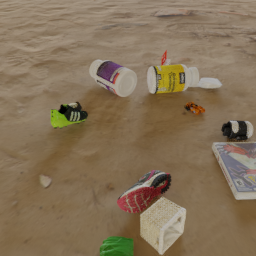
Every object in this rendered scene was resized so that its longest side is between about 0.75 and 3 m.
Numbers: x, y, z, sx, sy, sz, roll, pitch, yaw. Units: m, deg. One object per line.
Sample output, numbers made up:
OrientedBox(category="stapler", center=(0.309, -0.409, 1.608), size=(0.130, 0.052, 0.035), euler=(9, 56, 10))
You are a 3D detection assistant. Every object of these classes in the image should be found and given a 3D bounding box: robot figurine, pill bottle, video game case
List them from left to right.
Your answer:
OrientedBox(category="pill bottle", center=(-0.822, -2.597, 14.043), size=(1.354, 1.354, 2.430), euler=(-28, 45, -34))
OrientedBox(category="pill bottle", center=(2.217, -2.448, 13.858), size=(2.366, 1.325, 1.325), euler=(-6, 36, -8))
OrientedBox(category="robot figurine", center=(2.991, -0.914, 12.606), size=(0.671, 0.269, 0.926), euler=(-19, 39, -27))
OrientedBox(category="robot figurine", center=(4.239, 0.076, 10.853), size=(1.139, 0.856, 0.711), euler=(-1, -7, 0))
OrientedBox(category="video game case", center=(4.545, 1.311, 9.423), size=(2.758, 0.317, 2.513), euler=(-2, 35, -2))

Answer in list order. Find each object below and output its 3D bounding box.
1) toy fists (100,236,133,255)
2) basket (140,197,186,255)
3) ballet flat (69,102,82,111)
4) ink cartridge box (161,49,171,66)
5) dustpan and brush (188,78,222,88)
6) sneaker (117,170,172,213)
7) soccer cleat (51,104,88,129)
OrientedBox(category="toy fists", center=(-0.306, 3.245, 6.522), size=(0.813, 0.548, 1.595), euler=(7, 34, -2))
OrientedBox(category="basket", center=(0.899, 2.474, 7.233), size=(0.973, 0.965, 0.783), euler=(-29, 42, -34))
OrientedBox(category="ballet flat", center=(-2.629, -0.757, 12.191), size=(0.535, 0.535, 1.463), euler=(26, 43, 32))
OrientedBox(category="ink cartridge box", center=(2.101, -3.591, 15.611), size=(0.296, 1.167, 1.325), euler=(11, 37, 15))
OrientedBox(category="dustpan and brush", center=(3.857, -2.276, 14.466), size=(1.706, 0.488, 1.190), euler=(7, 27, -1))
OrientedBox(category="sneaker", center=(0.441, 1.865, 8.362), size=(1.931, 0.778, 0.721), euler=(-20, 24, -37))
OrientedBox(category="soccer cleat", center=(-2.286, -0.567, 11.220), size=(0.713, 0.856, 2.112), euler=(1, 13, 26))
